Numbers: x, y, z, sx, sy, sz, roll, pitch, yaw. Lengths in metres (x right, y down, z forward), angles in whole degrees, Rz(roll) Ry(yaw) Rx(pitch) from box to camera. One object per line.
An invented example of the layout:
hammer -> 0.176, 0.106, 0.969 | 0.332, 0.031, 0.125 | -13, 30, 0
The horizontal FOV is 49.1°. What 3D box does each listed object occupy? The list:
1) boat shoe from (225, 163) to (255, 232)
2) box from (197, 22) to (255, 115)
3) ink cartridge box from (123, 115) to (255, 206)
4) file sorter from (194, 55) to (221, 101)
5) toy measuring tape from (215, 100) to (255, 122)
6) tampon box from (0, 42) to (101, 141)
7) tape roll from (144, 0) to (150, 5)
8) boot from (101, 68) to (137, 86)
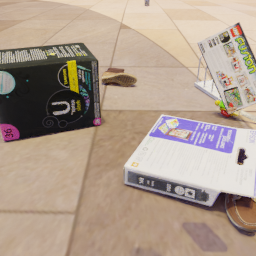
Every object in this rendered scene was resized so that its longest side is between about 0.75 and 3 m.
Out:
boat shoe -> 2.285, 1.323, 5.668 | 0.618, 0.586, 1.631 | 3, 32, 5
box -> 1.190, -0.656, 3.160 | 0.494, 0.898, 0.156 | -23, -3, 18
ink cartridge box -> 1.641, 0.655, 6.690 | 2.692, 0.584, 2.666 | 10, 32, 23
file sorter -> 3.659, -1.835, 10.146 | 1.460, 1.310, 2.104 | -12, 34, -18
toy measuring tape -> 3.434, -0.502, 8.867 | 1.470, 0.541, 0.541 | 27, 38, 11
tampon box -> -2.402, -1.147, 8.221 | 2.820, 2.113, 1.780 | -11, 33, -17
tape roll -> 1.988, -13.412, 28.944 | 0.489, 1.399, 1.399 | 4, 32, 6
boot -> -0.280, -2.199, 11.444 | 1.520, 0.550, 1.264 | 4, 33, 12
